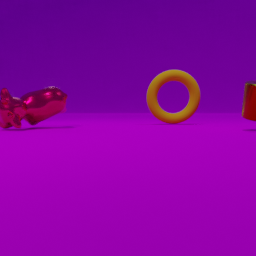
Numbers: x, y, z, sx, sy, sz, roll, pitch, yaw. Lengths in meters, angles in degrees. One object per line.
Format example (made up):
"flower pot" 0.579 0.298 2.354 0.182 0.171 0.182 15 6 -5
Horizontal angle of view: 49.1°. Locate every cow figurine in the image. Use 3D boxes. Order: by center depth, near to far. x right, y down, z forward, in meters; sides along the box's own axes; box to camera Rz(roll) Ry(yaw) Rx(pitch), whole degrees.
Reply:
"cow figurine" -2.237 -0.525 6.617 1.687 0.926 1.660 -21 1 -12

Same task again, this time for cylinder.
"cylinder" 2.882 -0.590 6.012 0.772 0.772 0.772 -1 18 0

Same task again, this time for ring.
"ring" 1.459 -0.985 8.988 1.732 1.732 0.346 0 11 -1
